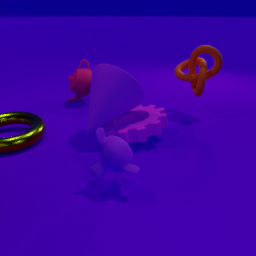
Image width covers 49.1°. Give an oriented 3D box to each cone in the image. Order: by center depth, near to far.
[{"bbox_3d":[-0.626,-0.485,7.067,1.581,1.581,1.587,15,62,31],"label":"cone"}]

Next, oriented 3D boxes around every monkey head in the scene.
[{"bbox_3d":[-0.327,0.566,5.284,1.120,0.675,0.806,46,58,10],"label":"monkey head"}]

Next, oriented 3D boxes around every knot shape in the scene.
[{"bbox_3d":[2.191,-1.694,8.775,0.716,1.449,1.549,10,-17,-38],"label":"knot shape"}]

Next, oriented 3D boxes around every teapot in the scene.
[{"bbox_3d":[-1.755,-1.616,10.062,0.834,1.702,1.058,14,11,-25],"label":"teapot"}]

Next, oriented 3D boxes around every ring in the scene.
[{"bbox_3d":[-3.121,0.065,7.350,1.868,0.374,1.868,0,29,0],"label":"ring"}]

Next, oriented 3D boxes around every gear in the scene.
[{"bbox_3d":[0.108,-0.134,7.590,1.889,0.349,1.889,-10,23,4],"label":"gear"}]
